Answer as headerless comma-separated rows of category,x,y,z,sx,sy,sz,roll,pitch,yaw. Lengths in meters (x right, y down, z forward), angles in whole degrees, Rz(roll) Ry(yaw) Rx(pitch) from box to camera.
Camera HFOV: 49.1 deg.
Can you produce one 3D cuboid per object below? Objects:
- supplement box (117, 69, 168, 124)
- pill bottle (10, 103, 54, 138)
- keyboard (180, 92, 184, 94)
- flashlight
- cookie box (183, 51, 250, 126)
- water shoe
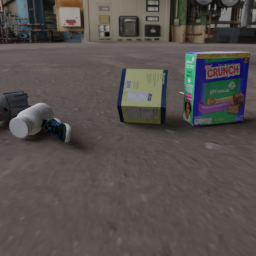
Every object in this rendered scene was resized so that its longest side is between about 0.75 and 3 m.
supplement box,0.438,-0.881,7.764,1.276,0.858,1.277,3,62,8
pill bottle,-2.399,-0.184,7.024,0.644,0.644,1.126,5,21,14
keyboard,2.402,-1.059,9.902,0.410,0.078,1.457,17,10,-32
flashlight,-4.011,-0.394,7.057,2.951,1.003,0.999,-17,22,-34
cookie box,2.378,-1.110,7.663,1.618,1.892,0.711,-6,17,-14
water shoe,-1.667,0.055,6.399,0.457,0.414,1.159,3,11,-34
